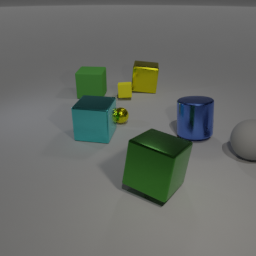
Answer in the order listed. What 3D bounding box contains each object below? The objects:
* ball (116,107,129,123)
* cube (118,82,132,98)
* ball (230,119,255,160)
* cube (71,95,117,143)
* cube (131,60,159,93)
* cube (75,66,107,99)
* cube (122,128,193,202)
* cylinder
[{"bbox_3d":[-0.310,-0.547,12.157,0.700,0.700,0.700,0,27,0],"label":"ball"},{"bbox_3d":[-0.161,-2.009,14.722,0.700,0.700,0.700,-3,19,2],"label":"cube"},{"bbox_3d":[4.220,0.386,9.526,1.400,1.400,1.400,0,27,0],"label":"ball"},{"bbox_3d":[-1.284,-0.375,11.035,1.400,1.400,1.400,5,27,9],"label":"cube"},{"bbox_3d":[0.966,-2.907,15.850,1.400,1.400,1.400,6,28,2],"label":"cube"},{"bbox_3d":[-1.948,-2.447,15.074,1.400,1.400,1.400,2,27,4],"label":"cube"},{"bbox_3d":[0.850,0.997,8.046,1.400,1.400,1.400,19,23,27],"label":"cube"},{"bbox_3d":[2.616,-0.430,10.933,1.400,1.400,1.400,-3,19,1],"label":"cylinder"}]
